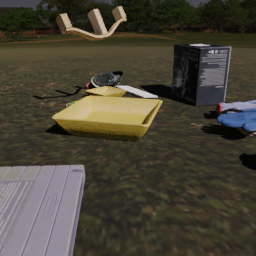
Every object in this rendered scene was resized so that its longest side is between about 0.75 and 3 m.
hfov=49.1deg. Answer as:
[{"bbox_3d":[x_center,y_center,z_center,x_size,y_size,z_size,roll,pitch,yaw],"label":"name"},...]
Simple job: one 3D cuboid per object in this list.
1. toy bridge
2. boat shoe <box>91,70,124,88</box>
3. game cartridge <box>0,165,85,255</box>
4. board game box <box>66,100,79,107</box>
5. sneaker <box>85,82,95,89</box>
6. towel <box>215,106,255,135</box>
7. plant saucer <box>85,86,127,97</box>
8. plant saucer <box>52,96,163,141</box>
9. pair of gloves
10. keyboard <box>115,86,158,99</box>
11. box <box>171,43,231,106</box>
[{"bbox_3d":[-1.062,-3.655,9.933,2.997,1.007,0.408,-29,10,-41],"label":"toy bridge"},{"bbox_3d":[-0.980,-2.659,14.766,2.364,0.784,0.883,-17,70,-53],"label":"boat shoe"},{"bbox_3d":[-1.677,1.401,4.395,1.796,0.532,2.771,-5,20,-2],"label":"game cartridge"},{"bbox_3d":[-1.806,-1.024,11.540,0.732,0.164,1.398,10,22,30],"label":"board game box"},{"bbox_3d":[-1.835,-2.303,14.752,1.011,0.373,0.438,-18,25,-40],"label":"sneaker"},{"bbox_3d":[4.148,-0.382,9.325,1.710,0.445,2.580,-1,20,-4],"label":"towel"},{"bbox_3d":[-1.009,-1.550,12.717,1.405,0.340,1.405,19,27,40],"label":"plant saucer"},{"bbox_3d":[-0.477,-0.327,8.838,2.809,0.681,2.809,5,20,13],"label":"plant saucer"},{"bbox_3d":[3.872,-0.422,8.601,2.229,0.316,2.773,0,19,16],"label":"pair of gloves"},{"bbox_3d":[0.340,-1.788,13.656,0.795,0.151,2.825,-11,23,-28],"label":"keyboard"},{"bbox_3d":[3.040,-2.386,12.080,1.459,2.314,2.354,-7,21,-15],"label":"box"}]
